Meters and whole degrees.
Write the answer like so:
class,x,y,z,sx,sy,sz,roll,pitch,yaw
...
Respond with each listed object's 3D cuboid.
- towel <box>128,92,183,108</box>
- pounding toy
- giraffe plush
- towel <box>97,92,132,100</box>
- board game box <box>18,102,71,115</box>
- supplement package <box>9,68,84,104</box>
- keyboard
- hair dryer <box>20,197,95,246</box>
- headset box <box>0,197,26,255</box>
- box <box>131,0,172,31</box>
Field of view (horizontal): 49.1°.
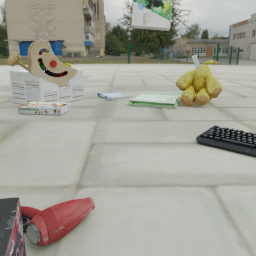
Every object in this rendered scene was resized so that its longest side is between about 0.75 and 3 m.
class,x,y,z,sx,sy,sz,roll,pitch,yaw
towel,1.427,-1.432,13.404,2.275,0.349,2.983,4,16,17
pounding toy,-2.334,-1.880,7.774,1.720,0.984,0.987,20,6,-35
giraffe plush,3.359,-1.914,12.967,1.998,2.315,1.877,-2,-17,21
towel,-0.728,-1.690,14.575,1.263,0.205,1.720,-8,18,-28
board game box,-3.315,-0.797,11.224,1.761,0.305,1.112,2,15,7
supplement package,-3.801,-2.051,13.418,2.127,1.514,2.731,10,18,32
keyboard,3.356,0.343,7.204,2.759,0.354,1.657,15,21,39
hair dryer,-1.274,1.205,3.973,1.637,0.445,1.247,-3,15,-14
headset box,-1.173,1.249,2.463,0.441,1.175,0.873,-4,17,-14
box,0.840,-4.045,9.982,1.390,1.003,0.253,4,-1,-1
